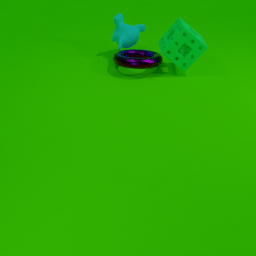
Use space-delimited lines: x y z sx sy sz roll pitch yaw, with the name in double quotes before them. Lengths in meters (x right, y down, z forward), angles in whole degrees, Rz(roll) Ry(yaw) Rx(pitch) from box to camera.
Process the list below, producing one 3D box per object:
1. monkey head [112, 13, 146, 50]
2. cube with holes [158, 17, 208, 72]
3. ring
"monkey head" -0.080 -3.813 11.053 1.014 1.210 1.682 29 59 29
"cube with holes" 1.945 -3.018 10.123 1.149 1.149 1.149 31 31 -22
"ring" 0.370 -2.637 10.634 1.916 0.383 1.916 1 27 -1
